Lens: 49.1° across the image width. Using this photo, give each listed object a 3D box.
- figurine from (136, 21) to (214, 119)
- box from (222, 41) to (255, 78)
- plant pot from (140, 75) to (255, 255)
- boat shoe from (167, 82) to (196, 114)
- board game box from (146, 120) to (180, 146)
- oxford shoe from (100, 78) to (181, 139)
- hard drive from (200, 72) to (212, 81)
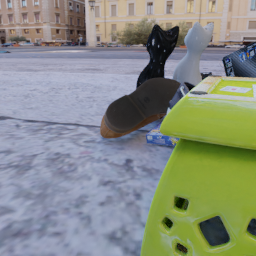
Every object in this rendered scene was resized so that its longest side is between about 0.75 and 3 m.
[{"bbox_3d":[1.530,-1.932,8.810,2.842,2.773,1.223,-21,44,-36],"label":"figurine"},{"bbox_3d":[3.449,-1.133,7.044,0.510,2.073,2.146,-10,-1,-21],"label":"box"},{"bbox_3d":[1.511,0.518,3.195,2.207,2.012,2.218,8,19,23],"label":"plant pot"},{"bbox_3d":[1.824,-0.294,5.527,1.067,0.921,2.936,9,13,-30],"label":"boat shoe"},{"bbox_3d":[1.335,0.110,6.705,1.518,0.262,1.027,3,24,33],"label":"board game box"},{"bbox_3d":[0.432,-0.550,7.498,2.971,1.060,1.059,-24,-13,-34],"label":"oxford shoe"},{"bbox_3d":[2.851,-1.589,10.842,0.777,1.112,0.210,-3,28,11],"label":"hard drive"}]
